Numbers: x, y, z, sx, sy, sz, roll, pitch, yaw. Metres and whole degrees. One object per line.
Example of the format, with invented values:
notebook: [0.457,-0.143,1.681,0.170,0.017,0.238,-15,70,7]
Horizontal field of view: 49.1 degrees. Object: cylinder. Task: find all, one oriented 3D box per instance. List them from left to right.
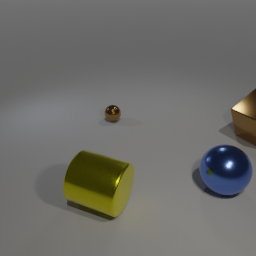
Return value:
cylinder: [-0.722,1.411,7.294,1.400,1.400,1.400,14,31,19]

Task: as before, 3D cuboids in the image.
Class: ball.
ball: [-0.646,-0.626,11.850,0.700,0.700,0.700,0,29,0]
ball: [2.719,1.161,7.830,1.400,1.400,1.400,0,29,0]

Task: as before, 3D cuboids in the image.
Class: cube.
cube: [4.812,-0.335,10.129,1.400,1.400,1.400,-37,40,-12]
